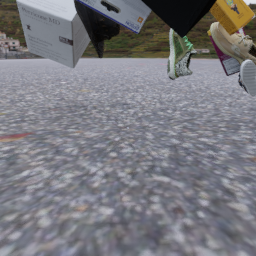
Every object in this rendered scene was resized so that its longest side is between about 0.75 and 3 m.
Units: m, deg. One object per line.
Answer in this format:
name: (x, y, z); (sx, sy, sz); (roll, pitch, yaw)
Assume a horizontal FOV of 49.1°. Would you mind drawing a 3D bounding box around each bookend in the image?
bookend: (0.649, -2.323, 3.882); (0.719, 1.562, 1.552); (-47, -1, -10)

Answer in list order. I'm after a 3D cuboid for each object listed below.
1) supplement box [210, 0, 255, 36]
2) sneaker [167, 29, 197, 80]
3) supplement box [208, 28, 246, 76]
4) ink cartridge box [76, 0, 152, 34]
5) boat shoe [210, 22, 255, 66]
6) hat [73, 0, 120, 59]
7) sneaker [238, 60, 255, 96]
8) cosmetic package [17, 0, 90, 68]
supplement box: (2.226, -3.112, 6.762); (0.579, 1.741, 0.599); (-41, 2, -3)
sneaker: (1.556, -2.164, 7.647); (0.752, 1.698, 0.653); (7, 10, 29)
supplement box: (3.299, -2.617, 8.887); (0.811, 1.571, 1.028); (-18, 18, 37)
ink cartridge box: (-0.072, -2.769, 5.146); (1.515, 1.518, 0.308); (23, 31, -21)
boat shoe: (3.196, -2.310, 7.861); (0.741, 2.053, 0.667); (-59, 14, -28)
hat: (-0.572, -2.592, 6.382); (0.769, 1.907, 1.907); (-11, 15, 10)
sneaker: (2.728, -1.176, 6.462); (0.386, 0.985, 0.391); (-31, 37, 3)
cosmetic package: (-2.183, -3.446, 9.000); (1.740, 2.111, 1.742); (20, 62, 3)
